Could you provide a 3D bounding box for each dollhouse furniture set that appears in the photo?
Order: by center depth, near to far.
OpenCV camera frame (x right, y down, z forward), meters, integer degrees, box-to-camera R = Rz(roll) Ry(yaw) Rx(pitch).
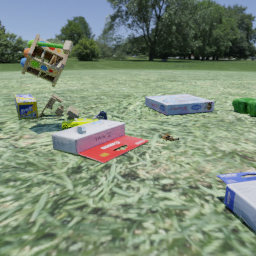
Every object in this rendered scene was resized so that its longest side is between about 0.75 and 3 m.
[{"bbox_3d":[-3.426,-0.663,13.809,1.535,1.251,1.460,33,8,-16],"label":"dollhouse furniture set"}]

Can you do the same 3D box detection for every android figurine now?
[{"bbox_3d":[-1.967,-0.127,11.724,1.571,0.354,1.726,-3,17,-10],"label":"android figurine"}]

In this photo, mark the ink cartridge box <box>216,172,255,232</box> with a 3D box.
[{"bbox_3d":[2.971,1.558,5.169,1.575,0.554,2.640,-4,19,-14],"label":"ink cartridge box"}]

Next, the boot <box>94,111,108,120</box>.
[{"bbox_3d":[-1.273,-0.614,13.234,0.381,0.473,1.047,-11,19,-35],"label":"boot"}]

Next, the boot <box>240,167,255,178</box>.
[{"bbox_3d":[3.270,1.214,6.871,0.875,0.318,0.680,-2,15,7],"label":"boot"}]

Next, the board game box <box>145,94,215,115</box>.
[{"bbox_3d":[2.804,-1.364,15.742,2.856,0.588,2.849,-5,16,-18],"label":"board game box"}]

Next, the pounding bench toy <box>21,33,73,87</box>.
[{"bbox_3d":[-3.242,-2.953,11.141,1.584,2.031,1.261,22,51,-20],"label":"pounding bench toy"}]

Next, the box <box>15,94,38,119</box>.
[{"bbox_3d":[-5.325,-1.174,14.581,0.926,0.850,2.643,-6,16,-23],"label":"box"}]

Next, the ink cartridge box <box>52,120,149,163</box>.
[{"bbox_3d":[-0.882,0.328,9.624,2.260,0.573,2.565,10,18,35],"label":"ink cartridge box"}]

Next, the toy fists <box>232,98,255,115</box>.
[{"bbox_3d":[6.440,-1.113,14.488,1.237,0.835,2.427,2,12,-22],"label":"toy fists"}]

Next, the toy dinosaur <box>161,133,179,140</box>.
[{"bbox_3d":[1.438,0.343,10.312,0.921,0.278,0.489,18,-3,39],"label":"toy dinosaur"}]
